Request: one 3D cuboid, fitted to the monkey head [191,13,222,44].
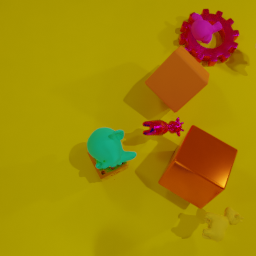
[{"bbox_3d":[2.292,-2.916,8.211,0.805,0.674,1.119,-29,60,25],"label":"monkey head"}]

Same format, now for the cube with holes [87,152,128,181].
[{"bbox_3d":[-0.520,0.872,7.509,0.785,0.785,0.785,-28,78,-7],"label":"cube with holes"}]

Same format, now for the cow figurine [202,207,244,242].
[{"bbox_3d":[2.235,2.279,6.587,0.883,0.493,0.898,10,50,16],"label":"cow figurine"}]

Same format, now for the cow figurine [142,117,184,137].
[{"bbox_3d":[0.930,-0.011,7.218,0.922,0.937,0.514,-3,90,26],"label":"cow figurine"}]

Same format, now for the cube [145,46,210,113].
[{"bbox_3d":[1.347,-1.326,7.503,1.152,1.152,1.152,44,118,-3],"label":"cube"}]

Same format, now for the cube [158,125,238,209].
[{"bbox_3d":[1.726,0.979,7.015,1.279,1.279,1.279,30,53,8],"label":"cube"}]

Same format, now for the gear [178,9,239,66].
[{"bbox_3d":[2.487,-2.805,8.657,1.777,0.329,1.777,0,76,0],"label":"gear"}]

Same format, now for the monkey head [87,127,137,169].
[{"bbox_3d":[-0.388,0.438,6.771,1.144,1.590,0.958,-9,87,-31],"label":"monkey head"}]
